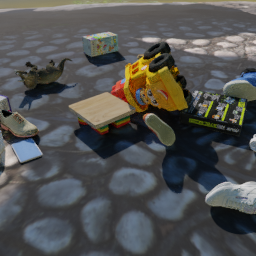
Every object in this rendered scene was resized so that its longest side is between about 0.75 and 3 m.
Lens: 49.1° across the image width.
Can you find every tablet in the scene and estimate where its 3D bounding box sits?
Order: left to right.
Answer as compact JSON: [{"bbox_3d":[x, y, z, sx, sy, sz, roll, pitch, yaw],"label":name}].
[{"bbox_3d":[-3.140,0.680,8.681,0.677,0.071,1.041,-20,39,-28],"label":"tablet"}]

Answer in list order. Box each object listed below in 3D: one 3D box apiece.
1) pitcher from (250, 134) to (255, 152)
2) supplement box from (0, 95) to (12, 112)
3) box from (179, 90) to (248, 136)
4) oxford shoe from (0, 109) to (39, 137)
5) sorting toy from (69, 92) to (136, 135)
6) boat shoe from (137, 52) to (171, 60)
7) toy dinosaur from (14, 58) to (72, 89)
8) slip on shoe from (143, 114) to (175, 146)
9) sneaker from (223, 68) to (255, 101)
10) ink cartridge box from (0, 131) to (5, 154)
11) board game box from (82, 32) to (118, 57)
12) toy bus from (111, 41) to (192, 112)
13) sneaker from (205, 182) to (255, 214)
[{"bbox_3d":[4.092,0.434,8.718,0.811,0.492,0.696,-11,31,-33],"label":"pitcher"},{"bbox_3d":[-5.013,-0.598,10.065,0.722,0.707,1.397,15,36,22],"label":"supplement box"},{"bbox_3d":[3.192,-0.645,10.337,2.106,0.518,2.180,15,35,19],"label":"box"},{"bbox_3d":[-3.739,-0.164,9.462,1.708,0.630,0.604,16,36,23],"label":"oxford shoe"},{"bbox_3d":[-0.920,-0.493,9.995,1.728,0.601,1.717,-25,40,-32],"label":"sorting toy"},{"bbox_3d":[1.432,-4.031,15.447,1.855,0.599,0.661,0,33,-1],"label":"boat shoe"},{"bbox_3d":[-3.809,-2.476,12.916,2.898,1.115,1.482,-15,47,-31],"label":"toy dinosaur"},{"bbox_3d":[0.974,0.031,8.655,0.525,1.417,0.434,-49,28,-2],"label":"slip on shoe"},{"bbox_3d":[4.841,-1.849,11.703,2.527,0.970,1.406,-6,39,-16],"label":"sneaker"},{"bbox_3d":[-4.673,0.607,8.239,1.583,0.665,1.152,3,33,4],"label":"ink cartridge box"},{"bbox_3d":[-1.622,-4.975,16.552,1.876,0.984,0.967,-22,39,-30],"label":"board game box"},{"bbox_3d":[0.684,-1.589,10.562,2.824,1.996,2.942,-24,30,15],"label":"toy bus"},{"bbox_3d":[2.635,1.684,6.673,1.534,0.574,0.764,-5,33,-8],"label":"sneaker"}]
